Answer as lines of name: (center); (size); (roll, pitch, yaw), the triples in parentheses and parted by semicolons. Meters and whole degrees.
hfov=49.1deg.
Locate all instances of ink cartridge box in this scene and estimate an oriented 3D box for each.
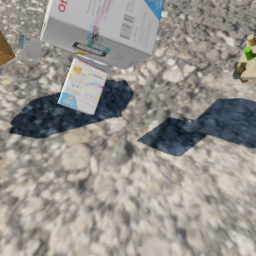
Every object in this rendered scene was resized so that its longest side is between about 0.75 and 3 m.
ink cartridge box: (-2.655, -2.096, 7.531); (0.177, 0.706, 0.814); (16, 11, 11)
ink cartridge box: (-0.509, -2.137, 5.275); (1.880, 1.373, 1.379); (15, 84, -21)
ink cartridge box: (-0.956, -0.984, 6.122); (0.779, 0.759, 1.211); (19, 88, -15)

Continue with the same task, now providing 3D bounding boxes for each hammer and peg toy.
hammer and peg toy: (3.276, -1.795, 6.384); (1.265, 0.607, 1.720); (12, 65, 47)

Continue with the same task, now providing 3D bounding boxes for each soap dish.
soap dish: (-4.181, -1.936, 6.461); (2.375, 0.964, 1.868); (-29, 100, -3)
